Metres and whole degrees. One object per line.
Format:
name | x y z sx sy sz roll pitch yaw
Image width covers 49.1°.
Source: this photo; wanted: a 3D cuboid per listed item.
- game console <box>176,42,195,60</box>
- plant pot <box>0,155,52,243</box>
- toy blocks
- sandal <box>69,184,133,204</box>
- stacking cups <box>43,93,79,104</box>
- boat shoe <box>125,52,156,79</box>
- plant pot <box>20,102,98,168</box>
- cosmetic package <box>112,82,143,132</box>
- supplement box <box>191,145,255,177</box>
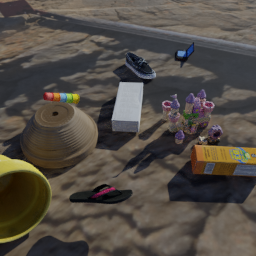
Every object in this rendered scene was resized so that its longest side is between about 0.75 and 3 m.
game console | 3.046 -4.123 14.898 0.880 0.606 1.021 7 43 7
plant pot | -3.526 1.698 7.783 2.126 2.126 2.000 -31 36 -28
toy blocks | 2.387 -0.574 10.354 1.828 1.646 1.956 -8 44 -10
sandal | -0.756 1.766 7.612 1.756 0.396 0.659 -3 9 7
stacking cups | -2.641 -1.201 11.176 1.460 0.442 0.442 -2 33 -49
boat shoe | 0.595 -3.118 13.748 0.746 0.705 2.080 -24 48 -24
plant pot | -2.514 -0.039 10.058 2.804 1.294 2.804 0 42 0
cosmetic package | 0.026 -0.907 11.436 1.047 0.642 2.537 4 43 5
supplement box | 3.284 1.083 9.250 2.258 0.777 0.751 4 46 0
